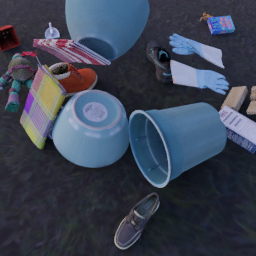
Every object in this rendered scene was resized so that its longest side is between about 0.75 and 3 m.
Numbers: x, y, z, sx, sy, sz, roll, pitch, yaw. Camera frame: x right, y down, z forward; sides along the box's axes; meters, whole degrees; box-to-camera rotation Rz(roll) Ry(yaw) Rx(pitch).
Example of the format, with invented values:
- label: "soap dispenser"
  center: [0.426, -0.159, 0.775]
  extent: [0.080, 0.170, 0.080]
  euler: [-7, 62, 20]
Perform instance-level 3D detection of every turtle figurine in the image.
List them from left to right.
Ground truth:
- label: "turtle figurine"
  center: [-4.487, -2.104, 11.847]
  extent: [2.241, 1.507, 2.994]
  euler: [-14, 61, -8]

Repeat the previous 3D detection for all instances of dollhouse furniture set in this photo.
- label: "dollhouse furniture set"
  center: [5.058, -0.626, 11.367]
  extent: [1.840, 1.499, 1.750]
  euler: [0, 43, 46]

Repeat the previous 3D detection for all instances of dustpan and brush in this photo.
- label: "dustpan and brush"
  center: [-4.048, -5.162, 14.793]
  extent: [0.726, 0.298, 1.041]
  euler: [-13, 54, -9]

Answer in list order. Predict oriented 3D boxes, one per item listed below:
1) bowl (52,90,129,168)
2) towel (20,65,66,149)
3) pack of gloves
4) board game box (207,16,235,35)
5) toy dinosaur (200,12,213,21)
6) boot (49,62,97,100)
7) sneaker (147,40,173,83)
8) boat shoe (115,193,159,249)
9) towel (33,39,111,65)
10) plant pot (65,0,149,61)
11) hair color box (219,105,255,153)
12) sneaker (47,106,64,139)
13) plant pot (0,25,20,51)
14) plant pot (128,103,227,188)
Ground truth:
- label: "bowl"
  center: [-1.177, -0.225, 9.953]
  extent: [2.910, 1.522, 2.910]
  euler: [8, 54, -11]
- label: "towel"
  center: [-3.161, -0.761, 10.316]
  extent: [0.303, 2.662, 1.912]
  euler: [-1, 39, -48]
- label: "pack of gloves"
  center: [2.667, -2.379, 10.016]
  extent: [2.599, 0.513, 2.184]
  euler: [8, 62, -26]
- label: "board game box"
  center: [4.952, -5.484, 14.920]
  extent: [1.234, 0.278, 0.938]
  euler: [-8, 68, -6]
- label: "toy dinosaur"
  center: [4.297, -5.977, 15.143]
  extent: [1.415, 0.427, 0.751]
  euler: [-4, 34, -23]
- label: "boot"
  center: [-2.244, -2.092, 11.524]
  extent: [1.069, 1.527, 2.848]
  euler: [42, 45, 17]
- label: "sneaker"
  center: [1.568, -3.335, 12.947]
  extent: [1.033, 1.086, 2.739]
  euler: [-12, 53, -7]
- label: "boat shoe"
  center: [0.290, 2.754, 8.611]
  extent: [0.713, 0.656, 1.995]
  euler: [33, 60, 22]
- label: "towel"
  center: [-1.923, -2.508, 9.436]
  extent: [2.331, 1.679, 0.265]
  euler: [16, 89, 42]
- label: "plant pot"
  center: [-0.883, -3.534, 9.824]
  extent: [2.991, 2.991, 2.015]
  euler: [9, 70, 7]
- label: "hair color box"
  center: [4.232, 0.027, 10.714]
  extent: [1.888, 0.571, 0.944]
  euler: [37, 61, 24]
- label: "sneaker"
  center: [-2.784, -0.314, 11.005]
  extent: [0.931, 0.652, 1.613]
  euler: [22, 55, 26]
- label: "plant pot"
  center: [-6.141, -4.597, 14.007]
  extent: [0.995, 0.996, 0.878]
  euler: [-27, 46, -19]
- label: "plant pot"
  center: [1.715, 0.355, 9.441]
  extent: [2.530, 2.583, 2.583]
  euler: [-16, 54, -22]
